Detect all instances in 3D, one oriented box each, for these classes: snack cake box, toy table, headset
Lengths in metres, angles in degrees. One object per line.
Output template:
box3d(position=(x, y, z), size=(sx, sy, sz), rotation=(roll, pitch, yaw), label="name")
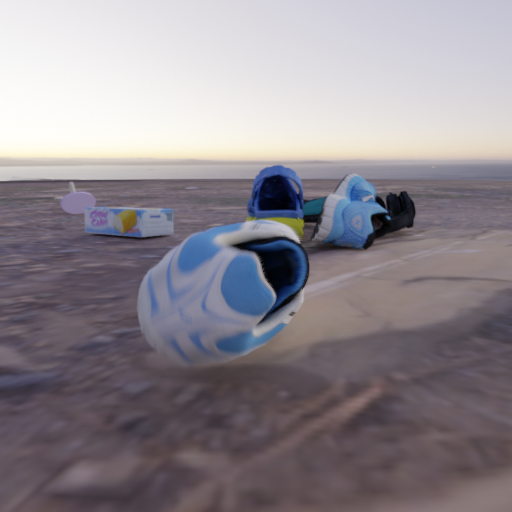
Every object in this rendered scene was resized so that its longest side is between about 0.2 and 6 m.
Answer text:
box3d(position=(-2.418, -0.661, 10.650), size=(1.516, 0.509, 0.872), rotation=(5, 9, 32), label="snack cake box")
box3d(position=(-4.931, -1.505, 15.211), size=(0.953, 0.876, 0.558), rotation=(3, 22, -45), label="toy table")
box3d(position=(2.598, -0.751, 11.269), size=(1.384, 1.053, 2.241), rotation=(0, 23, 35), label="headset")

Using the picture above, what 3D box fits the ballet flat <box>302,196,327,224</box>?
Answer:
box3d(position=(1.119, -0.949, 12.482), size=(0.694, 0.694, 1.901), rotation=(-9, 7, -44), label="ballet flat")

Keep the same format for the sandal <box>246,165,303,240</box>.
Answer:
box3d(position=(0.405, -1.068, 10.841), size=(1.209, 1.324, 3.042), rotation=(0, 8, -4), label="sandal")

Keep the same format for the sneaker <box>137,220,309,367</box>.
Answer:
box3d(position=(0.056, 0.146, 4.214), size=(0.927, 0.919, 2.558), rotation=(-17, 4, 18), label="sneaker")

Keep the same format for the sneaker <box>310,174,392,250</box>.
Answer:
box3d(position=(1.793, -0.644, 9.775), size=(1.147, 1.000, 2.551), rotation=(24, 29, 11), label="sneaker")
